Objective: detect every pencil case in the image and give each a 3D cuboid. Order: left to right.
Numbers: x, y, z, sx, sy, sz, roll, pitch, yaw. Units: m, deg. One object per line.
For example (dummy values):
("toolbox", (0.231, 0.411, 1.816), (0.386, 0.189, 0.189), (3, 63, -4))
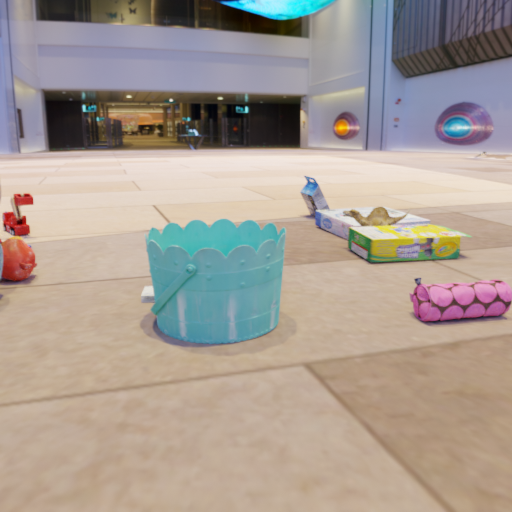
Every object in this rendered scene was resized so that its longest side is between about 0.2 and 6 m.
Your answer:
("pencil case", (2.989, 0.622, 8.222), (1.373, 0.623, 0.643), (0, 0, -11))

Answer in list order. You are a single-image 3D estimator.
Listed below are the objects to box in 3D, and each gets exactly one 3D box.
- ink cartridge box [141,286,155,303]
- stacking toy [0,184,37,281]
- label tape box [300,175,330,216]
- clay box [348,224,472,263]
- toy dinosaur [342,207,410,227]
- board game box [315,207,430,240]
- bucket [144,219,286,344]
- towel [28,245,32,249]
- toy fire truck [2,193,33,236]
("ink cartridge box", (-1.494, 0.593, 9.195), (0.699, 0.154, 0.712), (-2, 15, -5))
("stacking toy", (-4.250, -0.346, 9.170), (1.002, 2.147, 2.371), (9, 11, -11))
("label tape box", (1.659, -1.715, 16.337), (0.392, 1.187, 0.850), (-33, 22, -9))
("clay box", (3.253, -0.289, 11.918), (2.273, 0.541, 1.306), (-1, 14, -12))
("toy dinosaur", (2.782, -0.677, 12.598), (1.821, 0.921, 0.530), (0, 24, -24))
("board game box", (2.909, -0.837, 14.291), (2.124, 0.461, 2.113), (-5, 15, -19))
("bucket", (-0.560, 0.291, 7.923), (2.070, 1.347, 2.070), (0, 13, 0))
("towel", (-5.505, -0.017, 11.605), (1.074, 0.177, 1.484), (2, 14, 13))
("toy fire truck", (-5.964, -1.069, 13.957), (0.374, 1.083, 1.536), (-10, 18, -39))
